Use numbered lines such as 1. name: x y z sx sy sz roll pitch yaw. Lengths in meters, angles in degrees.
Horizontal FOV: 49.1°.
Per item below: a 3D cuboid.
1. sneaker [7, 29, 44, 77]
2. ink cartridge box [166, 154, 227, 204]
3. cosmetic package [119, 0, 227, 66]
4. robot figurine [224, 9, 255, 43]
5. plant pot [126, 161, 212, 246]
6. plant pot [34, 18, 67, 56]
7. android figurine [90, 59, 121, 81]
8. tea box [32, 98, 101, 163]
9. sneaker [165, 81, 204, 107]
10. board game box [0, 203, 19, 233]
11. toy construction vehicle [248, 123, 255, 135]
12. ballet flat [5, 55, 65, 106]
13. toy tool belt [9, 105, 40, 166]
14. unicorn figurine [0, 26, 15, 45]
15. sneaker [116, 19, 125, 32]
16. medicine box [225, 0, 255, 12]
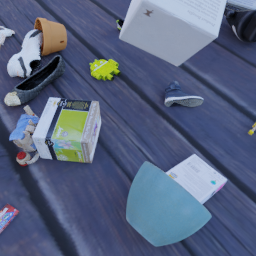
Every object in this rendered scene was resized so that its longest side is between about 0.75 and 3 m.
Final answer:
1. sneaker: -3.531 -2.719 10.414 0.921 0.848 2.301 13 62 5
2. ink cartridge box: 1.493 1.405 6.919 1.823 0.383 1.088 -22 51 -39
3. cosmetic package: 1.325 -3.610 7.930 2.147 2.134 2.566 22 76 -14
4. robot figurine: 4.974 -4.628 11.366 1.711 2.060 2.741 -31 45 25
5. plant pot: 0.682 1.793 6.098 1.834 1.834 1.235 36 79 27
6. plant pot: -2.965 -3.511 10.814 0.957 1.367 1.367 -10 49 -30
7. android figurine: -0.875 -2.161 10.281 1.206 0.248 1.098 36 59 24
8. tea box: -1.630 0.045 7.896 1.493 1.014 1.517 5 50 6
9. sneaker: 1.839 -1.147 9.260 1.255 0.477 0.907 2 52 3
10. board game box: -3.028 2.215 6.688 0.401 0.076 0.778 24 54 20
11. toy construction vehicle: 4.120 0.087 8.382 0.785 0.317 0.901 40 63 16
12. ballet flat: -3.160 -1.629 9.501 0.853 0.729 2.568 27 55 21
13. toy tool belt: -2.879 0.178 7.801 0.951 0.936 1.523 -3 49 13
14. unicorn figurine: -5.213 -3.826 11.493 0.942 0.506 1.371 25 51 12
15. sneaker: 0.165 -4.405 11.964 1.334 0.552 0.478 1 50 1
16. medicine box: 3.323 -4.309 7.948 0.889 1.727 1.573 15 21 -2
